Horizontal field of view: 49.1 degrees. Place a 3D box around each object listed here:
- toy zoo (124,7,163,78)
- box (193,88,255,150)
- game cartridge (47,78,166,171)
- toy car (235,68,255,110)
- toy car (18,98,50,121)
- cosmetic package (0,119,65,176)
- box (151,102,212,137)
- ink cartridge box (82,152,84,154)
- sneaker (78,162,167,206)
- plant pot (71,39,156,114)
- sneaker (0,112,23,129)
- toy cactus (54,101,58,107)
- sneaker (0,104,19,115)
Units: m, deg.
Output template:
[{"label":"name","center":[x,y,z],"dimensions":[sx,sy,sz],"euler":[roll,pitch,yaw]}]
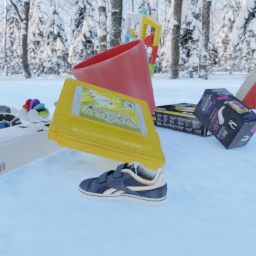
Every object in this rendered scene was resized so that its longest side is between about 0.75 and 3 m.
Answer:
[{"label":"toy zoo","center":[0.570,-3.815,12.311],"dimensions":[1.841,2.807,0.287],"euler":[35,44,31]},{"label":"box","center":[2.804,-0.316,8.024],"dimensions":[0.861,0.992,1.623],"euler":[-7,44,-31]},{"label":"game cartridge","center":[-0.500,-0.235,6.909],"dimensions":[2.540,0.467,2.882],"euler":[16,26,-14]},{"label":"toy car","center":[6.048,-1.144,11.395],"dimensions":[2.989,2.755,2.644],"euler":[35,24,15]},{"label":"toy car","center":[-4.000,-0.811,11.956],"dimensions":[1.212,0.909,1.061],"euler":[6,13,26]},{"label":"cosmetic package","center":[-2.657,0.367,7.024],"dimensions":[1.175,0.721,2.847],"euler":[4,13,23]},{"label":"box","center":[2.455,-0.414,10.625],"dimensions":[2.367,0.731,2.965],"euler":[-7,14,-37]},{"label":"ink cartridge box","center":[-0.908,-0.067,7.872],"dimensions":[1.147,0.662,1.570],"euler":[51,34,14]},{"label":"sneaker","center":[-0.112,0.901,4.842],"dimensions":[1.589,0.631,0.623],"euler":[1,14,13]},{"label":"plant pot","center":[-0.323,-1.507,10.160],"dimensions":[2.817,2.493,2.817],"euler":[-19,22,8]},{"label":"sneaker","center":[-4.731,-0.080,8.859],"dimensions":[2.649,1.040,1.181],"euler":[4,3,-18]},{"label":"toy cactus","center":[-3.386,-1.570,15.848],"dimensions":[1.595,0.988,1.933],"euler":[-21,31,-34]},{"label":"sneaker","center":[-5.749,-0.757,12.677],"dimensions":[1.889,0.704,0.823],"euler":[13,5,27]}]
